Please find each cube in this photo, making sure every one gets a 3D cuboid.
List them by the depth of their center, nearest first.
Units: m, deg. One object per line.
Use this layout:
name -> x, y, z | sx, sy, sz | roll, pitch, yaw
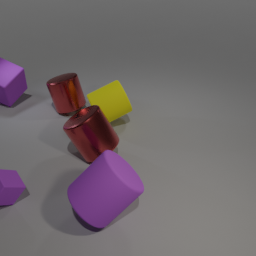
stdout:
cube -> -3.407, 1.629, 7.705 | 0.700, 0.700, 0.700 | 45, 13, 31
cube -> -5.704, -2.120, 12.897 | 1.400, 1.400, 1.400 | 25, 56, 5

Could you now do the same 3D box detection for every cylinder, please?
cylinder -> -0.553, 1.520, 7.073 | 1.400, 1.400, 1.400 | -44, 34, 10
cylinder -> -1.215, 0.176, 9.383 | 1.400, 1.400, 1.400 | -26, 23, 12
cylinder -> -0.743, -1.014, 11.335 | 1.400, 1.400, 1.400 | -27, 35, -3
cylinder -> -2.729, -1.564, 12.461 | 1.400, 1.400, 1.400 | -12, 26, 6
